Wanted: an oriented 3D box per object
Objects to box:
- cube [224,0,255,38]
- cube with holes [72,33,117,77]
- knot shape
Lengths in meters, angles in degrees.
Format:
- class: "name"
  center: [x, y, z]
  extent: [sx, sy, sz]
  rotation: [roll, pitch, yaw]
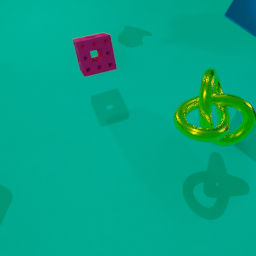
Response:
- class: "cube"
  center: [3.281, -2.864, 6.391]
  extent: [1.280, 1.280, 1.280]
  rotation: [43, 44, 16]
- class: "cube with holes"
  center: [-0.984, -2.162, 8.176]
  extent: [0.967, 0.967, 0.967]
  rotation: [-16, 25, -11]
- class: "knot shape"
  center: [2.013, -0.519, 6.557]
  extent: [1.925, 0.889, 1.801]
  rotation: [3, 79, -20]
